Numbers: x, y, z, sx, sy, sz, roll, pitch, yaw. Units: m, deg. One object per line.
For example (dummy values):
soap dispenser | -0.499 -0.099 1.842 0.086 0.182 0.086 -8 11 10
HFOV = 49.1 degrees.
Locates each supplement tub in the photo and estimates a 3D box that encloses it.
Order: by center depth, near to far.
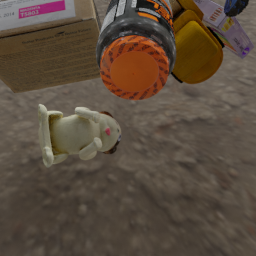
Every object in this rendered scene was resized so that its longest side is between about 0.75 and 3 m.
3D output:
supplement tub | 0.145 -1.379 4.391 1.173 1.173 1.915 3 45 3

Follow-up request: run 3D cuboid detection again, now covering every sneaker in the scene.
sneaker | 2.434 -3.440 6.332 0.768 0.738 1.958 11 84 31

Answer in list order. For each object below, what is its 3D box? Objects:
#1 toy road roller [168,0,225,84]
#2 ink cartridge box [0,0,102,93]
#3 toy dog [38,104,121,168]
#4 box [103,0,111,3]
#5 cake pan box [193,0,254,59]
toy road roller | 1.091 -1.969 6.047 2.260 1.389 1.650 45 21 -12
ink cartridge box | -1.905 -1.930 6.597 2.689 2.215 1.010 -10 69 1
toy dog | -0.585 0.122 3.613 1.043 1.011 0.728 -6 74 -21
box | -0.474 -4.749 8.424 1.110 1.589 2.087 17 14 40
cake pan box | 2.354 -2.995 7.899 0.552 1.943 2.110 -50 52 15
